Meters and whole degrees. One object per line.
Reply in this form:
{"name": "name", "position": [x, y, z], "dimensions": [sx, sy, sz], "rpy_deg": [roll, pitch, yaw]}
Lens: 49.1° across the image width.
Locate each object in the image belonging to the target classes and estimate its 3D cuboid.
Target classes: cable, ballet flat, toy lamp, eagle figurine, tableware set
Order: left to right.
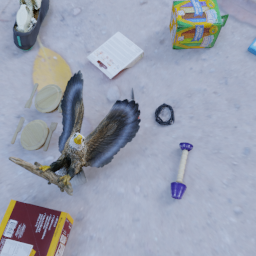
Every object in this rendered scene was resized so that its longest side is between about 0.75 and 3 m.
{"name": "ballet flat", "position": [-3.524, -4.208, 10.114], "dimensions": [1.075, 1.075, 2.944], "rpy_deg": [5, 66, 2]}
{"name": "tableware set", "position": [-2.529, -0.302, 8.448], "dimensions": [1.423, 0.431, 2.152], "rpy_deg": [9, 72, 25]}
{"name": "eagle figurine", "position": [-1.157, 0.245, 7.092], "dimensions": [2.074, 2.086, 2.749], "rpy_deg": [4, 57, 50]}
{"name": "cable", "position": [1.161, -0.438, 8.932], "dimensions": [0.624, 0.194, 0.765], "rpy_deg": [-4, 69, 4]}
{"name": "toy lamp", "position": [1.535, 1.217, 8.037], "dimensions": [0.474, 0.474, 1.628], "rpy_deg": [12, 67, 5]}

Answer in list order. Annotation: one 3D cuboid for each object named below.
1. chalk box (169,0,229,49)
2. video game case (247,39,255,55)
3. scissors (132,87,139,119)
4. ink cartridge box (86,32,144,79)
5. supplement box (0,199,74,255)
{"name": "chalk box", "position": [2.506, -3.593, 9.735], "dimensions": [1.930, 1.204, 1.196], "rpy_deg": [-3, 66, 0]}
{"name": "video game case", "position": [5.789, -3.201, 10.092], "dimensions": [1.866, 0.232, 2.607], "rpy_deg": [37, 71, 14]}
{"name": "scissors", "position": [0.214, -0.737, 9.088], "dimensions": [0.476, 0.091, 1.301], "rpy_deg": [9, 66, 11]}
{"name": "ink cartridge box", "position": [-0.436, -2.476, 9.733], "dimensions": [1.570, 0.393, 1.264], "rpy_deg": [-44, 73, -12]}
{"name": "supplement box", "position": [-2.355, 2.763, 6.995], "dimensions": [1.502, 0.997, 1.481], "rpy_deg": [12, 61, 5]}
